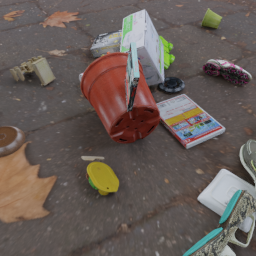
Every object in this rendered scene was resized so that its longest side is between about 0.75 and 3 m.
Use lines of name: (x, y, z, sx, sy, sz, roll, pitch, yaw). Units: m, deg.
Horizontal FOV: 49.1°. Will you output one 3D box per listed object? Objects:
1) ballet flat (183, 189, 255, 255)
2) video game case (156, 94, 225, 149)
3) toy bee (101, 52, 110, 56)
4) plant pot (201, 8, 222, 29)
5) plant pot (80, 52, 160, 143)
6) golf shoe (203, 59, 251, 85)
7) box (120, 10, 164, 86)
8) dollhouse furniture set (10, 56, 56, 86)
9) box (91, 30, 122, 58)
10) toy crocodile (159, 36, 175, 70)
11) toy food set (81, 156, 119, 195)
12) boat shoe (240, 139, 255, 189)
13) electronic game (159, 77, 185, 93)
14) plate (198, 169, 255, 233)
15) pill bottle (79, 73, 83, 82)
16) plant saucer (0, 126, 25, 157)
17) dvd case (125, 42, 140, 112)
ballet flat: (2.655, 2.820, 7.396, 2.749, 0.932, 1.035, -39, 72, -24)
video game case: (2.329, -0.374, 11.365, 1.872, 0.228, 2.619, -20, 46, -21)
toy bee: (-0.585, -3.145, 13.546, 1.625, 1.349, 2.482, 4, 43, 3)
plant pot: (5.372, -6.869, 17.841, 1.031, 1.121, 1.121, 27, 48, 10)
plant pot: (-0.164, -0.993, 10.531, 2.647, 2.647, 2.574, -15, 53, -16)
golf shoe: (4.886, -2.834, 13.554, 2.339, 0.849, 1.077, 29, 50, 27)
box: (0.728, -3.581, 12.757, 1.233, 2.250, 2.549, -14, 53, 24)
dollhouse furniture set: (-4.495, -2.683, 13.563, 1.657, 1.100, 1.452, 5, 38, 38)
box: (-0.740, -4.717, 15.361, 2.300, 0.556, 1.821, -7, 40, 17)
toy crocodile: (1.815, -4.000, 14.847, 0.941, 0.861, 2.789, 27, 42, -25)
toy food set: (-0.935, 1.616, 9.109, 0.923, 0.513, 1.569, 0, 39, -37)
boat shoe: (4.400, 1.276, 8.894, 1.075, 0.899, 3.007, 9, 36, -1)
electronic game: (2.048, -2.028, 13.119, 1.214, 0.253, 1.214, -2, 43, 2)
plate: (3.298, 2.108, 8.677, 1.674, 0.271, 1.678, 32, 52, 29)
pill bottle: (-1.731, -2.454, 13.310, 1.044, 0.624, 0.624, -33, 52, -30)
plant saucer: (-4.704, 0.415, 10.485, 1.604, 0.293, 1.604, 0, 42, 0)
dvd case: (0.098, -1.488, 8.470, 0.194, 1.765, 1.288, -1, 62, -6)
